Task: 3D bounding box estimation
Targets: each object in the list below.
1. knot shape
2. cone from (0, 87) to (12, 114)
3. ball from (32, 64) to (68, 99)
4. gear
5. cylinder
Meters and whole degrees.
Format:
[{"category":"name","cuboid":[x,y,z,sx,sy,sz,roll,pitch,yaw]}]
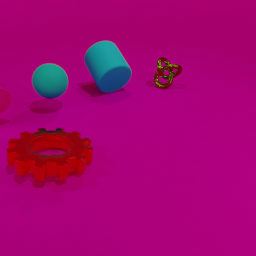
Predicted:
[{"category":"knot shape","cuboid":[1.430,-2.032,10.635,1.154,1.080,0.533,20,16,-24]},{"category":"cone","cuboid":[-3.973,-1.025,7.733,1.087,1.087,1.091,-24,62,-34]},{"category":"ball","cuboid":[-2.396,-1.439,8.643,1.073,1.073,1.073,0,31,0]},{"category":"gear","cuboid":[-1.822,0.546,6.656,1.931,0.357,1.931,6,23,-3]},{"category":"cylinder","cuboid":[-0.735,-2.202,10.126,1.329,1.329,1.329,-16,61,-24]}]
